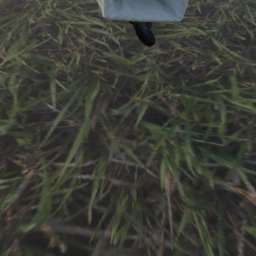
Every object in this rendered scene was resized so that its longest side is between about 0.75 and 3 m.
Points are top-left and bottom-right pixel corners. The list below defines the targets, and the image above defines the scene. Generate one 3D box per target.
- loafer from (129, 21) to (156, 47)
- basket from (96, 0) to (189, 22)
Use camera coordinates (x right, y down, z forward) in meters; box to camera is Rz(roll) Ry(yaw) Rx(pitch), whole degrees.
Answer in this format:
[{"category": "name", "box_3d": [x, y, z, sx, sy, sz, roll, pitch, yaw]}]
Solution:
[{"category": "loafer", "box_3d": [0.412, -2.812, 7.490, 0.557, 0.539, 1.586, -20, 60, -8]}, {"category": "basket", "box_3d": [0.244, -2.705, 4.643, 1.503, 1.489, 1.209, -5, 44, -18]}]
